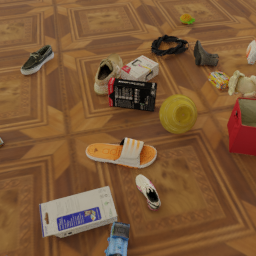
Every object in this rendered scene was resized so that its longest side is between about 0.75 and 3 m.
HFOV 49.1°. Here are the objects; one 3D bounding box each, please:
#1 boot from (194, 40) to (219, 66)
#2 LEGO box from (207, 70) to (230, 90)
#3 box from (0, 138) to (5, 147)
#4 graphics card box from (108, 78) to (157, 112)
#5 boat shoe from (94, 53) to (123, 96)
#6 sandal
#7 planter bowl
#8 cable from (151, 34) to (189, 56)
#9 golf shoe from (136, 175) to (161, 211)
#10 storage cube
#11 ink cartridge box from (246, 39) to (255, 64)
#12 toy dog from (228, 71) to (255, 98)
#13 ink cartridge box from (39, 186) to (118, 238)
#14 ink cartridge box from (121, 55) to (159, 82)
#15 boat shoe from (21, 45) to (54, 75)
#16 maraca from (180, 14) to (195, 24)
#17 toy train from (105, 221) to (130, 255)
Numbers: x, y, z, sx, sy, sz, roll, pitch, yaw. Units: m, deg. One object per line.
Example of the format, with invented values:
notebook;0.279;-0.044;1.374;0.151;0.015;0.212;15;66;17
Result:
boot;3.983;-3.766;14.288;1.127;0.597;1.712;4;59;-1
LEGO box;4.260;-2.238;12.999;0.679;0.352;0.912;-22;52;-18
box;-5.191;0.619;10.597;0.818;0.163;0.560;-30;55;-24
graphics card box;0.184;-1.376;11.646;1.982;1.243;0.504;8;47;8
boat shoe;-0.891;-2.737;13.062;1.016;0.915;2.816;11;49;10
sandal;-0.262;0.807;10.039;2.595;0.744;0.994;3;49;3
planter bowl;2.016;-0.510;10.664;1.552;1.552;0.646;-7;6;-6
cable;2.074;-4.419;14.823;2.062;0.524;1.682;-23;52;-18
golf shoe;0.673;1.990;9.091;0.486;0.617;1.340;-21;51;-17
storage cube;4.619;-0.006;10.233;1.719;1.545;1.469;8;49;6
ink cartridge box;6.285;-4.003;13.921;0.329;1.312;1.064;7;49;6
toy dog;4.869;-1.636;11.354;1.427;0.996;1.384;13;5;4
ink cartridge box;-1.529;2.614;8.651;2.237;0.438;1.112;-11;51;-12
ink cartridge box;0.549;-2.676;13.200;1.107;0.642;1.500;36;59;28
boat shoe;-4.528;-3.438;13.797;0.759;0.747;2.105;21;52;18
maraca;3.534;-6.452;16.630;0.653;0.510;0.952;-42;58;-11
toy train;-0.299;3.302;7.650;0.606;0.799;1.399;12;37;-3
